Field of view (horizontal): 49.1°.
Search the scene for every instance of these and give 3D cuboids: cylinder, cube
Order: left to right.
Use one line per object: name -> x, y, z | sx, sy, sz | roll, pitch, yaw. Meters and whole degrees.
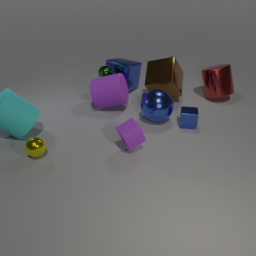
cylinder -> -4.390, -0.537, 10.659 | 1.400, 1.400, 1.400 | -29, 40, 28
cylinder -> -0.830, -1.689, 12.852 | 1.400, 1.400, 1.400 | -9, 28, 15
cube -> -0.279, -2.836, 14.811 | 1.400, 1.400, 1.400 | 20, 26, 24
cube -> 0.106, 0.210, 9.894 | 0.700, 0.700, 0.700 | -32, 43, -6
cube -> 1.763, -2.370, 13.486 | 1.400, 1.400, 1.400 | -4, 66, 28
cube -> 2.543, -0.432, 11.710 | 0.700, 0.700, 0.700 | 5, 31, 8
cylinder -> 4.450, -2.325, 13.889 | 1.400, 1.400, 1.400 | -13, 16, 4

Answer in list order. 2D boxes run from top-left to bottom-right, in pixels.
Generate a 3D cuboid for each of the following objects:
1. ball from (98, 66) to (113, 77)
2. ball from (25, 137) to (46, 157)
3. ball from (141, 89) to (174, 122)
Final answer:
ball -> -1.104, -2.689, 13.673 | 0.700, 0.700, 0.700 | 0, 31, 0
ball -> -3.221, 0.655, 9.727 | 0.700, 0.700, 0.700 | 0, 31, 0
ball -> 1.236, -0.935, 11.899 | 1.400, 1.400, 1.400 | 0, 31, 0
